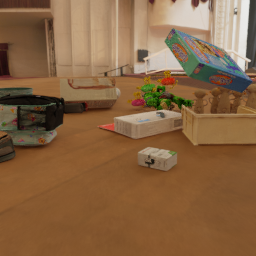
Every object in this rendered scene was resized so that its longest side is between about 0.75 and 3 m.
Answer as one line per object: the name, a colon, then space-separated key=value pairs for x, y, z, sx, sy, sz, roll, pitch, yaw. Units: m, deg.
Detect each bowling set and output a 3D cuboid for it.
bowling set: x=4.500 y=-1.348 z=13.048 sx=2.948 sy=1.582 sz=2.052 roll=4 pitch=14 yaw=15

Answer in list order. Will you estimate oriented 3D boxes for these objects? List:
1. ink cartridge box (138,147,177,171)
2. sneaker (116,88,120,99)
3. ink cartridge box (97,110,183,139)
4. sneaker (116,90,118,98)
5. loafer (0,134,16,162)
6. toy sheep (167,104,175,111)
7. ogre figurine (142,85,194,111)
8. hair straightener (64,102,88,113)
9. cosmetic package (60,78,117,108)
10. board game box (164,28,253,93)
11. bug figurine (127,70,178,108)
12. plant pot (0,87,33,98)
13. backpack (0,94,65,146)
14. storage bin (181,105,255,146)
ink cartridge box: x=0.718 y=0.748 z=6.891 sx=0.809 sy=0.336 sz=0.593 roll=9 pitch=16 yaw=33
sneaker: x=-1.736 y=-2.039 z=17.541 sx=2.313 sy=0.920 sz=1.510 roll=-3 pitch=8 yaw=33
ink cartridge box: x=0.520 y=-0.277 z=10.719 sx=2.627 sy=0.587 sz=2.314 roll=-11 pitch=18 yaw=-39
sneaker: x=-1.761 y=-1.846 z=16.424 sx=2.559 sy=0.958 sz=1.275 roll=-23 pitch=58 yaw=-18
loafer: x=-3.714 y=0.628 z=6.738 sx=0.730 sy=0.639 sz=2.031 roll=9 pitch=16 yaw=34
toy sheep: x=1.930 y=-1.043 z=14.080 sx=0.838 sy=0.578 sz=0.578 roll=-4 pitch=13 yaw=1
ogre figurine: x=1.864 y=-1.407 z=14.016 sx=2.612 sy=1.281 sz=1.566 roll=-21 pitch=30 yaw=-18
hair straightener: x=-3.443 y=-0.992 z=13.734 sx=2.802 sy=0.573 sz=1.078 roll=4 pitch=14 yaw=16
cosmetic package: x=-2.136 y=-1.828 z=14.878 sx=2.877 sy=1.255 sz=1.487 roll=-3 pitch=-10 yaw=-15
board game box: x=2.821 y=-2.348 z=9.854 sx=2.731 sy=0.614 sz=2.077 roll=9 pitch=43 yaw=-32
bug figurine: x=1.237 y=-1.826 z=14.877 sx=2.208 sy=0.732 sz=2.847 roll=-13 pitch=-24 yaw=-35
plant pot: x=-5.533 y=-1.292 z=13.601 sx=1.831 sy=1.227 sz=1.831 roll=0 pitch=13 yaw=0
backpack: x=-3.123 y=-0.303 z=8.646 sx=2.032 sy=1.558 sz=1.786 roll=9 pitch=13 yaw=-4
storage bin: x=3.042 y=-0.177 z=9.368 sx=2.147 sy=1.006 sz=2.131 roll=-1 pitch=14 yaw=-1
